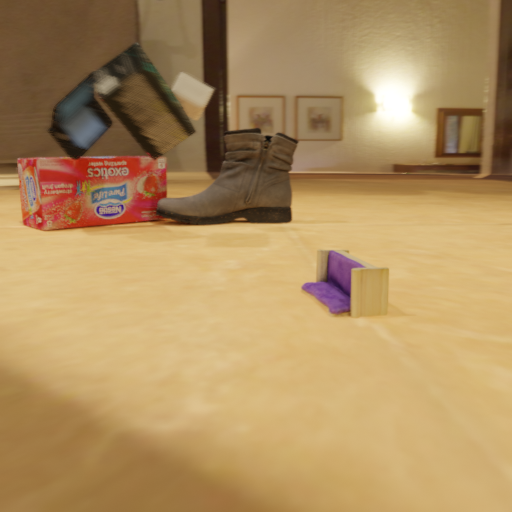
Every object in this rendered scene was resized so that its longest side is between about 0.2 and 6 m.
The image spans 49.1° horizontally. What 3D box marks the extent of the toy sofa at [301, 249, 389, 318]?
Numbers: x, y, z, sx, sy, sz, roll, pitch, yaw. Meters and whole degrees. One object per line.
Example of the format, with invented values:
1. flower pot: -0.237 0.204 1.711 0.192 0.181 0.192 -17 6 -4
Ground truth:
1. toy sofa: 0.953 0.276 6.298 0.622 0.528 1.274 -1 10 -11

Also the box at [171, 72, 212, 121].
1. box: -1.414 -3.367 11.866 0.756 0.494 0.752 26 -14 -11

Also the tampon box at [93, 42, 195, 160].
1. tampon box: -2.080 -2.855 10.440 1.007 1.595 1.195 -33 42 6

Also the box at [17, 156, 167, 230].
1. box: -3.806 -1.563 13.320 3.168 1.579 1.512 -9 13 -39

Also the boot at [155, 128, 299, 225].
1. boot: -0.713 -1.915 13.387 3.405 2.241 1.188 -2 12 -14

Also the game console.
1. game console: -3.344 -2.721 10.930 0.758 1.146 1.303 -2 44 40
